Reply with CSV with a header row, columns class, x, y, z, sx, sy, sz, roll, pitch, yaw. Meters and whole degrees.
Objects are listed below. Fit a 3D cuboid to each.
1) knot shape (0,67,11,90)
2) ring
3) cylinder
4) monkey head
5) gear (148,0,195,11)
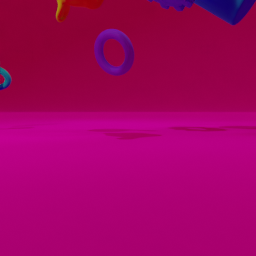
class,x,y,z,sx,sy,sz,roll,pitch,yaw
knot shape,-3.704,-1.553,7.583,0.508,1.029,1.100,14,4,33
ring,-0.333,-1.758,6.574,1.084,1.084,0.217,2,27,34
cylinder,2.500,-3.542,7.042,1.374,1.374,1.374,39,17,16
monkey head,-0.993,-2.555,4.631,1.126,1.869,1.345,19,43,15
gear,0.709,-3.481,6.482,1.954,0.361,1.954,29,1,-1
